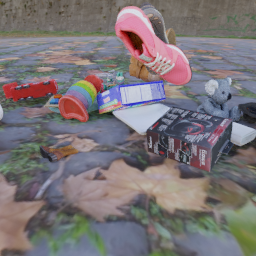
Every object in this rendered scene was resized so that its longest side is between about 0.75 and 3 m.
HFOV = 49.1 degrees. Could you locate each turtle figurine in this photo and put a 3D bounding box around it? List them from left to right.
[{"bbox_3d":[-0.502,-2.049,13.872,2.797,1.408,2.094,7,8,-28],"label":"turtle figurine"}]

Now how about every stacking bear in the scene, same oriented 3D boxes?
[{"bbox_3d":[-1.907,-1.504,12.266,1.360,1.273,2.239,11,46,23],"label":"stacking bear"}]

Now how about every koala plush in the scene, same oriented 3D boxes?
[{"bbox_3d":[3.769,-1.231,11.830,1.594,1.798,1.652,-14,27,-30],"label":"koala plush"}]

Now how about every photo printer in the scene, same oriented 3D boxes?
[{"bbox_3d":[3.887,0.154,10.332,1.050,0.438,1.262,-17,29,-34],"label":"photo printer"}]

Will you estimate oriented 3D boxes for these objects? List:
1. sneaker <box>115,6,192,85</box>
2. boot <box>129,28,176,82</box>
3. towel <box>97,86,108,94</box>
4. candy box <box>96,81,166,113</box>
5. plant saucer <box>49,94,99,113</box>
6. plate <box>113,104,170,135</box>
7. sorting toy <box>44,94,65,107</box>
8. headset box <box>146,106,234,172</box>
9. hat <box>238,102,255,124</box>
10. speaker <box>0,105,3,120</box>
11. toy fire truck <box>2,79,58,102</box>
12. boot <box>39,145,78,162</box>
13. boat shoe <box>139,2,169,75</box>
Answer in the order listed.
[{"bbox_3d":[0.666,-2.059,7.979,2.851,1.051,1.237,39,40,-17],"label":"sneaker"},{"bbox_3d":[1.122,-3.454,13.279,1.985,2.556,0.980,18,11,39],"label":"boot"},{"bbox_3d":[-1.841,-2.187,16.154,1.656,0.180,1.215,-22,32,-39],"label":"towel"},{"bbox_3d":[0.113,-1.357,12.308,2.370,0.913,2.004,-11,1,-32],"label":"candy box"},{"bbox_3d":[-2.571,-1.322,13.890,2.707,0.371,2.707,-1,23,0],"label":"plant saucer"},{"bbox_3d":[0.982,-0.353,11.559,2.511,0.406,2.505,-12,25,-26],"label":"plate"},{"bbox_3d":[-2.704,-1.306,13.066,2.054,0.275,1.530,0,25,3],"label":"sorting toy"},{"bbox_3d":[2.110,0.286,9.086,2.456,0.921,1.826,16,39,32],"label":"headset box"},{"bbox_3d":[5.280,-0.533,11.689,1.464,0.590,1.464,4,31,-2],"label":"hat"},{"bbox_3d":[-6.130,-0.361,10.867,0.967,0.967,2.381,11,25,23],"label":"speaker"},{"bbox_3d":[-4.978,-1.972,14.242,2.939,0.716,2.073,-11,20,-4],"label":"toy fire truck"},{"bbox_3d":[-2.291,0.696,9.210,0.945,0.344,1.004,20,30,40],"label":"boot"},{"bbox_3d":[0.929,-3.020,9.608,1.036,2.780,1.019,-8,56,6],"label":"boat shoe"}]
